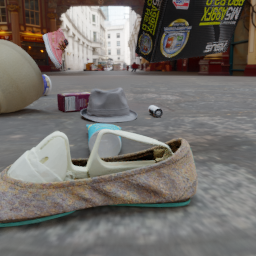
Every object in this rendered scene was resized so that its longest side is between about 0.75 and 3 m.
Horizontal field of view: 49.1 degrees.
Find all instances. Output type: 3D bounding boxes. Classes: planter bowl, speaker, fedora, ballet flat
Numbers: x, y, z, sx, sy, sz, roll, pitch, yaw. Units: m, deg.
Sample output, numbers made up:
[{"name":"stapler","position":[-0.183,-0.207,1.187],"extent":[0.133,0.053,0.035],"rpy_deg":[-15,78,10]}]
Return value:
[{"name":"planter bowl","position":[-4.499,-1.533,9.811],"extent":[2.543,2.543,1.712],"rpy_deg":[6,43,25]},{"name":"speaker","position":[0.932,-0.577,9.580],"extent":[0.313,0.313,0.771],"rpy_deg":[-3,13,-11]},{"name":"fedora","position":[-0.646,-0.848,9.317],"extent":[1.878,0.959,2.123],"rpy_deg":[-3,13,-11]},{"name":"ballet flat","position":[-0.515,0.488,3.388],"extent":[2.814,0.946,0.958],"rpy_deg":[-3,14,-14]}]

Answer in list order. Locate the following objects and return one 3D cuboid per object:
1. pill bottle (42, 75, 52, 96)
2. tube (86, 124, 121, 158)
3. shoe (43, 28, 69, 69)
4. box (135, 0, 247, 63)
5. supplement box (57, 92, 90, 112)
[{"name":"pill bottle","position":[-5.283,-2.293,15.272],"extent":[1.155,1.155,1.930],"rpy_deg":[10,16,36]},{"name":"tube","position":[-0.508,0.145,6.059],"extent":[0.889,0.579,2.296],"rpy_deg":[10,7,-7]},{"name":"shoe","position":[-2.371,-2.778,9.596],"extent":[0.742,0.582,1.630],"rpy_deg":[-25,58,1]},{"name":"box","position":[1.445,-2.494,5.696],"extent":[2.552,2.044,0.565],"rpy_deg":[-16,44,-35]},{"name":"supplement box","position":[-1.970,-1.003,10.707],"extent":[1.246,0.643,0.815],"rpy_deg":[-7,15,-30]}]
